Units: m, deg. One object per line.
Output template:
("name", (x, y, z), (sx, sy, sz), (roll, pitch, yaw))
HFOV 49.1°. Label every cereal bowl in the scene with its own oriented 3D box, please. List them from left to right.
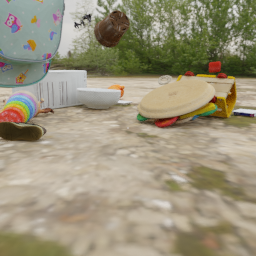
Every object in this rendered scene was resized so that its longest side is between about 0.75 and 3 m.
("cereal bowl", (-1.229, -1.242, 11.791), (1.873, 0.780, 1.873), (2, 11, 0))

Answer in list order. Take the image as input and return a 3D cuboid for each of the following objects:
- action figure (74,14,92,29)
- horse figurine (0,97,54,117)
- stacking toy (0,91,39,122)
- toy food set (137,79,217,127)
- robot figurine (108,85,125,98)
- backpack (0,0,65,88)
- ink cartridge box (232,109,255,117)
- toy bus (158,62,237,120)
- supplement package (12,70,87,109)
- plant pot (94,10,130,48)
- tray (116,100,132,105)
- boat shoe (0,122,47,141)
("action figure", (-1.563, -3.854, 10.161), (0.823, 0.420, 0.489), (-40, 27, -20))
("horse figurine", (-3.672, -0.694, 9.849), (2.071, 0.517, 1.372), (3, 23, -14))
("stacking toy", (-3.186, -0.384, 8.028), (0.973, 0.973, 2.280), (-2, 20, -10))
("toy food set", (1.473, -0.816, 8.867), (2.547, 0.620, 2.521), (-16, 24, 8))
("robot figurine", (-0.682, -1.879, 14.845), (0.989, 0.802, 1.375), (5, 13, 12))
("backpack", (-2.597, -2.117, 5.943), (1.978, 2.581, 2.269), (24, 23, 33))
("ink cartridge box", (4.257, -0.540, 10.111), (0.782, 0.169, 0.768), (-15, 19, -43))
("toy bus", (2.621, -1.137, 10.139), (2.369, 1.297, 2.511), (-23, 41, 5))
("supplement package", (-3.346, -1.708, 12.175), (1.611, 1.551, 2.832), (10, 16, 37))
("plant pot", (-0.443, -3.054, 8.537), (0.907, 0.907, 0.897), (-8, -5, -31))
("tray", (-0.460, -1.200, 13.209), (1.258, 0.139, 0.675), (10, 16, 37))
("boat shoe", (-2.561, 0.087, 6.722), (1.249, 0.457, 0.405), (8, 4, 12))
